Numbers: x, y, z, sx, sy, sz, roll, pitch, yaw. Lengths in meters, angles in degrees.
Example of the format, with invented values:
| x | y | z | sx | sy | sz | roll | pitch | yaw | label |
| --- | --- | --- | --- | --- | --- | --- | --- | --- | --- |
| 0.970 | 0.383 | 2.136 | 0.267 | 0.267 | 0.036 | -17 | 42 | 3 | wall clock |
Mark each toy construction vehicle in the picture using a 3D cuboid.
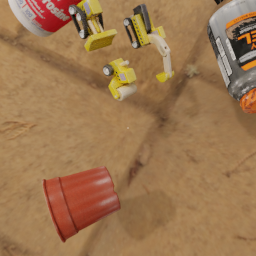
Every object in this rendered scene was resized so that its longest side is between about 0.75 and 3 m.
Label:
| x | y | z | sx | sy | sz | roll | pitch | yaw | label |
| --- | --- | --- | --- | --- | --- | --- | --- | --- | --- |
| 0.020 | -1.880 | 6.208 | 1.934 | 0.782 | 2.222 | -28 | 100 | -37 | toy construction vehicle |

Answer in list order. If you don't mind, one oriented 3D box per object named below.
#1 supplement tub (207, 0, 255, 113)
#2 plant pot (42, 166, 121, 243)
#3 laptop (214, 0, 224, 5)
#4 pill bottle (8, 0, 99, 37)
| x | y | z | sx | sy | sz | roll | pitch | yaw | label |
| --- | --- | --- | --- | --- | --- | --- | --- | --- | --- |
| 3.054 | -1.767 | 6.943 | 1.570 | 1.570 | 2.562 | -12 | 70 | -3 | supplement tub |
| -0.847 | 1.337 | 5.340 | 1.195 | 1.229 | 1.229 | -20 | 76 | -13 | plant pot |
| 2.245 | -3.556 | 6.902 | 0.792 | 0.894 | 0.462 | 51 | 55 | -8 | laptop |
| -1.402 | -3.235 | 6.310 | 2.423 | 1.360 | 1.360 | -25 | 74 | 26 | pill bottle |
